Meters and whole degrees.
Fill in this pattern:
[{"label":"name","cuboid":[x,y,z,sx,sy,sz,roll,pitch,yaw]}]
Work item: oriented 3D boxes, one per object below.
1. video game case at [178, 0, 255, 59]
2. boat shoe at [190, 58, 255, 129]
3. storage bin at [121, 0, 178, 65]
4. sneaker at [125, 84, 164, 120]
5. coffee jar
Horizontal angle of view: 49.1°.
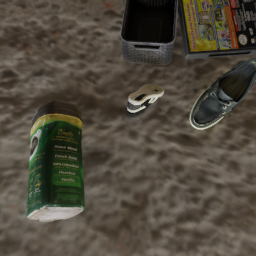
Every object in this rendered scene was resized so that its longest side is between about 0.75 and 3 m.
[{"label":"video game case","cuboid":[2.796,-3.437,8.357,2.521,0.356,2.790,-4,75,-2]},{"label":"boat shoe","cuboid":[2.444,-0.868,6.972,2.254,0.747,0.842,-39,80,5]},{"label":"storage bin","cuboid":[0.625,-2.937,7.879,1.415,0.981,2.093,5,68,6]},{"label":"sneaker","cuboid":[0.377,-0.654,7.320,0.487,0.745,1.333,40,41,23]},{"label":"coffee jar","cuboid":[-1.600,0.680,6.234,1.072,1.310,2.512,11,58,-31]}]
